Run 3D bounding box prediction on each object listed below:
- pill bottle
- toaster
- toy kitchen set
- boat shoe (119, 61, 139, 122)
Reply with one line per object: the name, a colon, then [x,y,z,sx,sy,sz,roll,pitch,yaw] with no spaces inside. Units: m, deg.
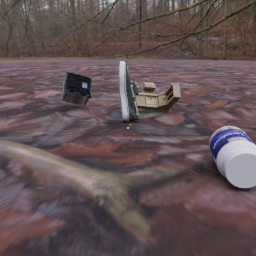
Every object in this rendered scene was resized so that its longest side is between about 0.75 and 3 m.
pill bottle: [1.907,0.486,4.952,0.752,0.752,1.300,2,17,7]
toaster: [-1.855,-1.399,10.201,0.990,0.650,1.095,11,52,-19]
toy kitchen set: [0.939,-1.301,9.534,1.262,1.030,1.139,3,-21,-14]
boat shoe: [0.034,-1.131,8.618,0.590,1.853,0.655,-5,-1,-4]
